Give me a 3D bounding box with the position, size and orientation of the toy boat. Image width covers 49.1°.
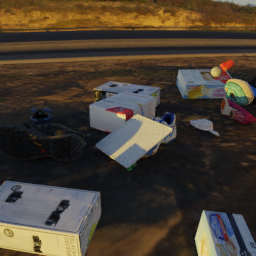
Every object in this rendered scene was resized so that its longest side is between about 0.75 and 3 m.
[{"bbox_3d":[4.243,-1.768,11.569,0.926,1.992,1.674,-31,8,1],"label":"toy boat"}]

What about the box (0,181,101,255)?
[{"bbox_3d":[-1.718,1.741,5.482,2.146,0.645,1.251,4,24,9],"label":"box"}]

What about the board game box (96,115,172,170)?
[{"bbox_3d":[0.158,0.359,8.195,1.734,0.224,1.734,-37,35,-20],"label":"board game box"}]

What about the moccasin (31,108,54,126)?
[{"bbox_3d":[-3.019,-0.346,9.992,0.831,0.704,2.066,-13,22,-21],"label":"moccasin"}]

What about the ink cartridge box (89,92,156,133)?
[{"bbox_3d":[-0.148,-0.586,10.345,1.590,0.922,2.155,16,27,31],"label":"ink cartridge box"}]

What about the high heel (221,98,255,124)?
[{"bbox_3d":[4.283,-0.645,11.048,0.911,0.639,1.896,14,28,-3],"label":"high heel"}]

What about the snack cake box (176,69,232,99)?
[{"bbox_3d":[3.691,-2.123,13.404,2.427,0.816,1.396,-1,39,-7],"label":"snack cake box"}]

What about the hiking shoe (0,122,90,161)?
[{"bbox_3d":[-2.569,0.356,8.436,2.747,1.040,1.383,10,14,4],"label":"hiking shoe"}]

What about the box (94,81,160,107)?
[{"bbox_3d":[-0.026,-1.385,12.316,2.575,0.774,1.502,12,27,24],"label":"box"}]

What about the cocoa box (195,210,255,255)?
[{"bbox_3d":[1.610,2.034,4.639,0.727,0.739,1.107,7,25,0],"label":"cocoa box"}]

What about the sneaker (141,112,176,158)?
[{"bbox_3d":[0.744,0.141,8.687,0.827,0.968,2.197,19,32,33],"label":"sneaker"}]

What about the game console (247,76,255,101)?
[{"bbox_3d":[6.179,-2.275,13.390,1.504,2.272,2.583,30,20,-17],"label":"game console"}]

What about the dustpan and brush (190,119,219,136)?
[{"bbox_3d":[2.828,-0.020,9.938,0.789,0.324,1.131,-7,18,-28],"label":"dustpan and brush"}]
